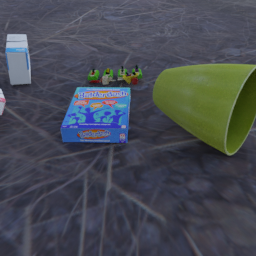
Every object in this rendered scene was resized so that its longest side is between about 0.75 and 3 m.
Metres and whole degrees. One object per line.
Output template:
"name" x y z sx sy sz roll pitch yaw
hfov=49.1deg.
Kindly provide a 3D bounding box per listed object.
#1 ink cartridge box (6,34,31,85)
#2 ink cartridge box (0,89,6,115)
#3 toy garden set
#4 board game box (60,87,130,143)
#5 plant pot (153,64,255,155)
"ink cartridge box" -3.815 -2.424 9.796 0.682 1.182 1.629 -7 39 -16
"ink cartridge box" -3.857 -0.804 7.645 0.784 0.456 1.076 11 21 -34
"toy garden set" -0.448 -1.833 9.464 1.856 0.370 1.547 -2 25 0
"board game box" -0.772 -0.428 7.628 1.624 0.481 2.136 0 35 2
"plant pot" 1.772 -0.686 6.765 2.189 2.048 2.048 22 40 35
